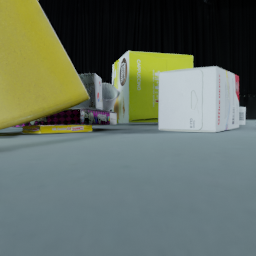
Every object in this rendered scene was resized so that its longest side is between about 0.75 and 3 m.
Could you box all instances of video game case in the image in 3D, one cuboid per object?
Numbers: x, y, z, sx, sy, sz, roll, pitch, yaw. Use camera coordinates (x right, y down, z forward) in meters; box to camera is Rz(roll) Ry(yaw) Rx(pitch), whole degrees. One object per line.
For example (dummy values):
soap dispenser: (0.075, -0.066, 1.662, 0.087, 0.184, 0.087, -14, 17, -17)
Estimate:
video game case: (-1.725, -0.230, 7.443, 2.280, 0.408, 2.067, -2, 0, 20)

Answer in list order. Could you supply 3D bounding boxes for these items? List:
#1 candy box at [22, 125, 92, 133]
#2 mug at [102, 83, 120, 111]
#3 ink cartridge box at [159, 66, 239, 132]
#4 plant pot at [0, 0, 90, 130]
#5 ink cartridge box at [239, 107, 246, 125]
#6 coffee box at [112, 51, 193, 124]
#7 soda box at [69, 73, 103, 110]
candy box: (-1.397, 0.019, 5.665, 0.640, 0.165, 1.252, -3, -1, 40)
mug: (-0.667, -0.973, 9.195, 0.980, 0.723, 0.859, -31, -21, -29)
ink cartridge box: (1.716, -0.618, 6.603, 1.344, 1.350, 1.859, 2, 3, 34)
plant pot: (-2.172, -0.978, 4.921, 1.970, 2.233, 2.233, -31, 9, -11)
ink cartridge box: (3.562, -0.490, 11.369, 1.513, 0.722, 1.723, 0, 2, -18)
coffee box: (0.953, -1.606, 12.352, 2.845, 2.841, 2.814, 0, 1, -16)
soda box: (-2.140, -0.899, 7.693, 2.791, 0.951, 0.888, -2, 0, 6)
